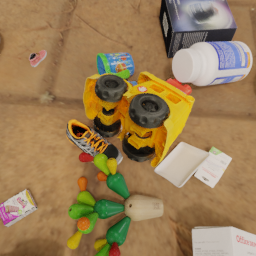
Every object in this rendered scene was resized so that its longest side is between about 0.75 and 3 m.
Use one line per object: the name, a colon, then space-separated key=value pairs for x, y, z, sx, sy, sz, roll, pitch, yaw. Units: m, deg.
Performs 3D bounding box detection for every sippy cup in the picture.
sippy cup: x=-0.378 y=-1.957 z=9.007 sx=1.019 sy=1.092 sz=1.391 roll=-17 pitch=69 yaw=-17

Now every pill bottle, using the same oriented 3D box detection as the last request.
pill bottle: x=2.526 y=-1.962 z=8.525 sx=2.297 sy=1.287 sz=1.287 roll=-10 pitch=60 yaw=-28

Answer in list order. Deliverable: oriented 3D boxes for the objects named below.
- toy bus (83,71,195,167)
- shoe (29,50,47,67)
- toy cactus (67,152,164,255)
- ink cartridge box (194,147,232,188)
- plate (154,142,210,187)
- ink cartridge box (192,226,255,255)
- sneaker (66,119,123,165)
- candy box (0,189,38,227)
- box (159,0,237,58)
toy bus: x=0.490 y=-0.722 z=8.014 sx=2.765 sy=1.876 sz=2.654 roll=34 pitch=54 yaw=20
shoe: x=-3.103 y=-2.486 z=9.649 sx=0.280 sy=0.357 sz=0.785 roll=25 pitch=65 yaw=13
toy cactus: x=-0.282 y=1.885 z=6.911 sx=2.341 sy=1.451 sz=2.837 roll=2 pitch=53 yaw=-10
ink cartridge box: x=2.304 y=1.124 z=7.717 sx=0.624 sy=0.359 sz=1.066 roll=34 pitch=67 yaw=17
plate: x=1.440 y=0.977 z=7.490 sx=1.199 sy=0.194 sz=1.201 roll=-45 pitch=29 yaw=-11
ink cartridge box: x=2.139 y=3.303 z=5.738 sx=0.966 sy=1.664 sz=2.255 roll=-18 pitch=56 yaw=38
sneaker: x=-1.010 y=0.424 z=7.883 sx=1.930 sy=0.745 sz=0.755 roll=29 pitch=64 yaw=13
candy box: x=-2.876 y=2.068 z=7.270 sx=0.854 sy=0.260 sz=0.582 roll=-31 pitch=65 yaw=-16
box: x=2.331 y=-3.723 z=9.779 sx=2.123 sy=1.319 sz=2.141 roll=-5 pitch=62 yaw=-4
